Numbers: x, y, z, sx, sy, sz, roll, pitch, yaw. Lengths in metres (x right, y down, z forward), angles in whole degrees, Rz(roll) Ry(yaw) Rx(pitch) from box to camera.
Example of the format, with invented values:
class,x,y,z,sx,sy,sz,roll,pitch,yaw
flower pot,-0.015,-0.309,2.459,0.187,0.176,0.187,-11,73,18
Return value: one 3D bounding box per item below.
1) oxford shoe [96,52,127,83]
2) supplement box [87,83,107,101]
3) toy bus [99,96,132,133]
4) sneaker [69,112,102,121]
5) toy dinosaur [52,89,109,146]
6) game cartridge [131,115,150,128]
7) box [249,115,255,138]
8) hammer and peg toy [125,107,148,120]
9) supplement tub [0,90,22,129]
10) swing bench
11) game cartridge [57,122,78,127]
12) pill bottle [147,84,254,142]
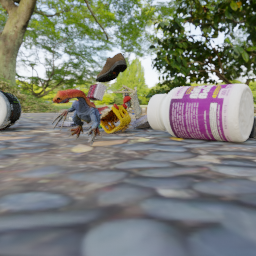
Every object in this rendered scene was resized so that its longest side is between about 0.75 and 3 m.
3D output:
class,x,y,z,sx,sy,sz,roll,pitch,yaw
oxford shoe,-0.678,-2.331,10.931,0.651,0.756,1.791,5,-23,-41
supplement box,-1.565,-1.736,13.687,0.416,0.743,1.365,20,-4,-27
toy bus,-0.331,-0.286,9.821,1.646,0.851,1.553,-32,-8,-24
sneaker,-2.699,-0.881,17.927,2.146,0.907,0.804,0,4,6
toy dinosaur,-1.187,-0.478,6.866,1.141,2.173,1.972,9,-40,2
game cartridge,1.074,-0.417,11.879,1.313,0.389,2.025,-23,-7,26
box,3.528,-0.128,9.426,2.187,0.604,2.730,-3,5,-39
hammer and peg toy,0.567,-0.621,14.387,1.904,0.913,2.588,-4,5,-29
supplement tub,-5.111,-0.710,10.905,1.564,1.564,2.553,0,3,-6
swing bench,0.064,-1.096,11.316,1.023,1.018,0.664,17,44,39
game cartridge,-2.741,-0.172,13.069,0.730,0.216,1.127,-3,3,17
pill bottle,1.870,-0.417,7.582,2.599,1.459,1.459,3,5,38
